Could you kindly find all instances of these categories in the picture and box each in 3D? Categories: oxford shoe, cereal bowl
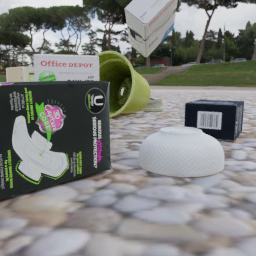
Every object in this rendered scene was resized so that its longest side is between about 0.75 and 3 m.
[{"bbox_3d":[0.567,-1.221,13.895,2.539,0.733,0.954,0,12,15],"label":"oxford shoe"},{"bbox_3d":[0.928,0.334,4.919,1.511,0.629,1.511,1,10,0],"label":"cereal bowl"}]

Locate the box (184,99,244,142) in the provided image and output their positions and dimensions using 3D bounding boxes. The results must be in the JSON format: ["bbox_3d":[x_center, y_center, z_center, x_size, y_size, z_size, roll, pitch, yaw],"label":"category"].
[{"bbox_3d":[2.371,-0.273,7.592,1.270,0.916,1.712,5,11,28],"label":"box"}]

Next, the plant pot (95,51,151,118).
[{"bbox_3d":[-0.312,-1.613,11.953,2.669,2.669,2.454,6,-1,30],"label":"plant pot"}]

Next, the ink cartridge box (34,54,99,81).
[{"bbox_3d":[-1.564,-0.779,7.165,1.505,2.051,1.498,-2,10,-14],"label":"ink cartridge box"}]

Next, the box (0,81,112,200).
[{"bbox_3d":[-1.660,0.018,4.236,2.332,1.449,1.732,-8,13,-41],"label":"box"}]

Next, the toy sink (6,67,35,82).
[{"bbox_3d":[-2.695,-1.242,10.384,2.962,1.931,1.660,-7,12,-42],"label":"toy sink"}]

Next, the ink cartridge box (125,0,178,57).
[{"bbox_3d":[0.834,-3.816,9.874,0.956,1.656,2.283,42,-5,11],"label":"ink cartridge box"}]
